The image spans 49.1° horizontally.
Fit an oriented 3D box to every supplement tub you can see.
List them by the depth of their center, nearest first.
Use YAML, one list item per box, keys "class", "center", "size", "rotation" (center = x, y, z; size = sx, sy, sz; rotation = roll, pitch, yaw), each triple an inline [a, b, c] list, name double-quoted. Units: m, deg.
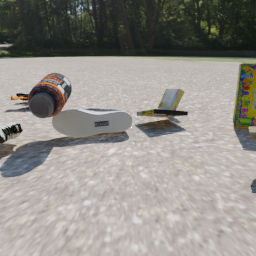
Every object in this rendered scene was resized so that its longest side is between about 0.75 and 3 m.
- class: "supplement tub"
  center: [-1.821, -0.748, 6.554]
  size: [0.806, 0.806, 1.507]
  rotation: [0, 25, -1]

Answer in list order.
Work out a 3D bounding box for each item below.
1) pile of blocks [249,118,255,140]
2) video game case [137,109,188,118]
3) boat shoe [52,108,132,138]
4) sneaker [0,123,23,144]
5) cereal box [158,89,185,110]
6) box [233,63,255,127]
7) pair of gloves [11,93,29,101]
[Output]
- class: "pile of blocks"
  center: [2.601, 0.433, 4.878]
  size: [0.943, 0.714, 2.297]
  rotation: [2, 26, 22]
- class: "video game case"
  center: [0.969, -0.417, 8.067]
  size: [1.114, 0.142, 1.006]
  rotation: [2, -3, -26]
- class: "boat shoe"
  center: [-0.923, -0.210, 7.307]
  size: [2.020, 0.724, 0.685]
  rotation: [-5, 12, -9]
- class: "sneaker"
  center: [-2.653, 0.054, 6.132]
  size: [0.550, 0.474, 1.254]
  rotation: [-22, 9, -8]
- class: "cereal box"
  center: [1.412, -0.929, 9.333]
  size: [0.211, 0.767, 1.066]
  rotation: [25, 1, -20]
- class: "box"
  center: [3.846, -0.900, 7.731]
  size: [1.609, 1.671, 1.019]
  rotation: [7, 12, 17]
- class: "pair of gloves"
  center: [-3.576, -1.192, 10.633]
  size: [1.458, 0.202, 1.637]
  rotation: [0, 11, -12]
